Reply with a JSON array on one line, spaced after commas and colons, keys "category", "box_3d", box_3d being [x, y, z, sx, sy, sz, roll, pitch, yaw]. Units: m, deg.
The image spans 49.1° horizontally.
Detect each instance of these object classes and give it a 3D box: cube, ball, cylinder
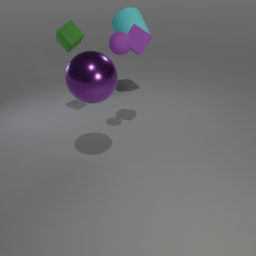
[{"category": "cube", "box_3d": [-2.134, -3.324, 10.207, 0.700, 0.700, 0.700, -48, 10, -21]}, {"category": "ball", "box_3d": [-0.228, -2.564, 8.490, 0.700, 0.700, 0.700, 0, 29, 0]}, {"category": "ball", "box_3d": [-0.977, -1.358, 7.548, 1.400, 1.400, 1.400, 0, 29, 0]}, {"category": "cube", "box_3d": [0.284, -2.875, 9.158, 0.700, 0.700, 0.700, 30, 10, -11]}, {"category": "cylinder", "box_3d": [0.137, -4.468, 12.807, 1.400, 1.400, 1.400, -15, 74, -26]}]
